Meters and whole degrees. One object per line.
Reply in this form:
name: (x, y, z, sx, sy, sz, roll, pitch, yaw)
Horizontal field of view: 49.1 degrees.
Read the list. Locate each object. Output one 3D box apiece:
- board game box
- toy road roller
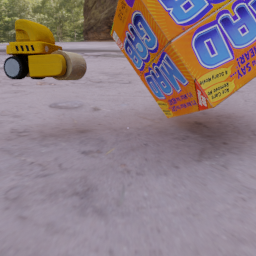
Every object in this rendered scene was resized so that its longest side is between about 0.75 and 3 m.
board game box: (1.715, -2.342, 6.773, 2.954, 2.954, 2.956, -35, 3, -8)
toy road roller: (-2.026, -1.874, 6.796, 1.913, 1.397, 1.176, 4, 11, 17)
